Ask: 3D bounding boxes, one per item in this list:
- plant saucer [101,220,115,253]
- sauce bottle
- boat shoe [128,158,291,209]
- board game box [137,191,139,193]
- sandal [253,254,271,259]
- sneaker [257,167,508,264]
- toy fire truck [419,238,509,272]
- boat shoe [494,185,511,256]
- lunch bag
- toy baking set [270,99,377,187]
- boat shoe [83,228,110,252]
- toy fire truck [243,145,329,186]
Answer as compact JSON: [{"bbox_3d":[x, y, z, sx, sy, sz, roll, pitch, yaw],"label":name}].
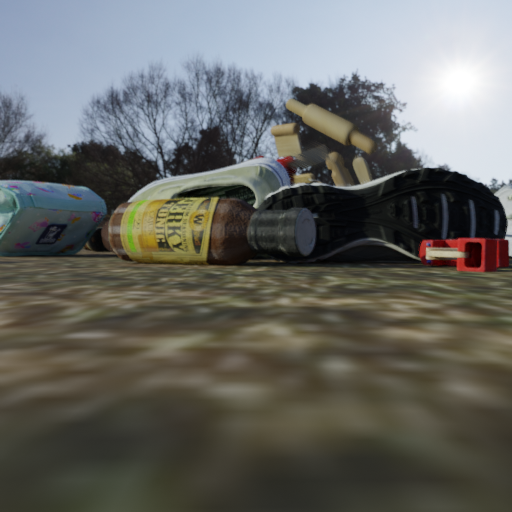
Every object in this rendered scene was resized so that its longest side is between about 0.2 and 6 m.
[{"bbox_3d":[-1.537,-0.647,9.969,2.430,0.392,2.430,-5,25,2],"label":"plant saucer"},{"bbox_3d":[-0.516,-0.271,6.063,2.362,0.764,0.764,0,1,30],"label":"sauce bottle"},{"bbox_3d":[-0.995,-0.654,7.799,3.042,1.095,0.944,-18,5,31],"label":"boat shoe"},{"bbox_3d":[-0.389,-0.856,12.194,2.598,0.582,4.959,-3,15,-37],"label":"board game box"},{"bbox_3d":[-0.170,-0.246,8.428,0.816,0.587,2.056,0,1,16],"label":"sandal"},{"bbox_3d":[1.466,-0.421,6.752,2.924,1.081,1.159,0,-3,8],"label":"sneaker"},{"bbox_3d":[1.914,-0.018,5.304,0.835,0.288,1.184,-1,2,-30],"label":"toy fire truck"},{"bbox_3d":[3.871,-0.560,8.575,1.179,1.070,3.205,-1,7,-42],"label":"boat shoe"},{"bbox_3d":[-4.131,-0.681,10.084,2.317,1.413,1.973,-6,-3,32],"label":"lunch bag"},{"bbox_3d":[1.451,-1.448,10.143,0.363,2.397,3.122,-34,49,-27],"label":"toy baking set"},{"bbox_3d":[-3.807,-0.465,14.656,0.736,0.754,1.994,-2,-1,31],"label":"boat shoe"},{"bbox_3d":[0.529,-1.105,8.938,1.433,1.262,0.922,-18,27,15],"label":"toy fire truck"}]
